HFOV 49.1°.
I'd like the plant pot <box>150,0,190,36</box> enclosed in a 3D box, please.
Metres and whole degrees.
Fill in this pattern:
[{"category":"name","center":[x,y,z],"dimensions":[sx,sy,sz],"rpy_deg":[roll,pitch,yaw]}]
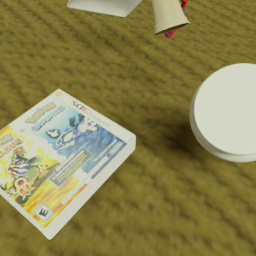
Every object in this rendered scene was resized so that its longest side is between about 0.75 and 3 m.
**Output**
[{"category":"plant pot","center":[0.869,-2.600,6.293],"dimensions":[0.846,0.775,0.846],"rpy_deg":[-17,10,3]}]

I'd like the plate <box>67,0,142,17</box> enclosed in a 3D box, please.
[{"category":"plate","center":[-0.455,-4.155,8.319],"dimensions":[2.194,2.199,0.355],"rpy_deg":[-4,81,-32]}]

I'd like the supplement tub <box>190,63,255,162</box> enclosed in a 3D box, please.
[{"category":"supplement tub","center":[2.138,-0.204,5.486],"dimensions":[1.719,2.377,1.719],"rpy_deg":[-2,84,18]}]

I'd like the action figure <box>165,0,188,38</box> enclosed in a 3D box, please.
[{"category":"action figure","center":[1.253,-3.096,8.000],"dimensions":[0.519,2.007,0.656],"rpy_deg":[38,88,6]}]

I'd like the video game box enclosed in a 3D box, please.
[{"category":"video game box","center":[-1.242,0.411,4.794],"dimensions":[1.928,0.495,2.117],"rpy_deg":[29,55,24]}]
